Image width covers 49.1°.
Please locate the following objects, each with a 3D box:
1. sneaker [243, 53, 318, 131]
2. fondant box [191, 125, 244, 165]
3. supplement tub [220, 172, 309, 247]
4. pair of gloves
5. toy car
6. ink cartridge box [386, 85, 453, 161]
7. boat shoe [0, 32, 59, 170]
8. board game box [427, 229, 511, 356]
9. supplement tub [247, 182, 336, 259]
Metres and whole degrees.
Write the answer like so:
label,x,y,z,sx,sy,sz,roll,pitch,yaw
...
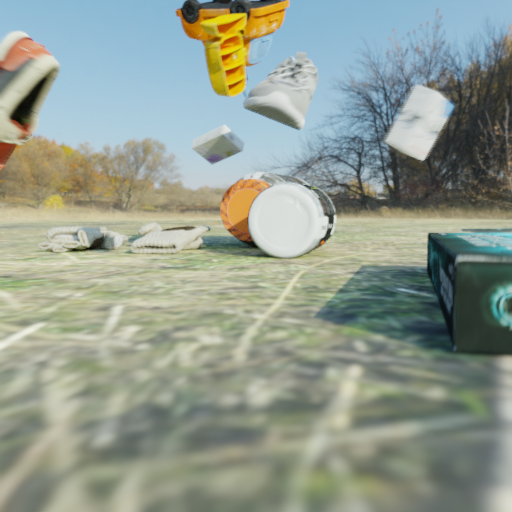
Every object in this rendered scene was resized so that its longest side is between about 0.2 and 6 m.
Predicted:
label,x,y,z,sx,sy,sz,roll,pitch,yaw
sneaker,0.567,-3.335,10.874,1.212,1.330,3.244,21,21,-2
fondant box,-0.980,-2.823,14.338,1.106,0.322,0.798,-15,-36,37
supplement tub,0.377,-1.188,14.433,1.869,1.869,3.050,2,5,22
pair of gloves,-3.024,-0.454,13.175,3.490,0.612,2.967,0,5,12
toy car,-0.668,-3.188,8.619,1.896,1.286,3.866,3,32,15
ink cartridge box,3.088,-2.494,10.592,0.497,1.158,0.848,36,16,38
boat shoe,-4.288,-2.483,9.855,0.871,2.783,0.991,39,28,5
board game box,3.459,0.157,5.509,3.281,0.683,4.851,1,5,14
supplement tub,0.834,-0.761,11.612,1.477,1.477,2.412,2,6,17
